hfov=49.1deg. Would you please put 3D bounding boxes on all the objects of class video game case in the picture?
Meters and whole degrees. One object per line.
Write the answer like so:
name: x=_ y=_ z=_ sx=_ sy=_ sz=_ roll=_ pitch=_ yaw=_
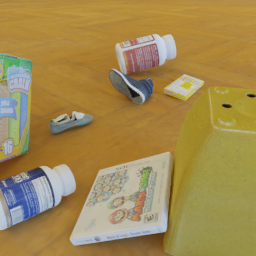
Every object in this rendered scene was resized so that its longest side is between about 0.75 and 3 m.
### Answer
video game case: x=-0.037 y=1.217 z=5.108 sx=1.670 sy=0.217 sz=1.835 roll=-17 pitch=26 yaw=22

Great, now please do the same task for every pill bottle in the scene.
pill bottle: x=-1.759 y=1.187 z=5.188 sx=1.460 sy=0.810 sz=0.810 roll=-18 pitch=36 yaw=-35
pill bottle: x=0.721 y=-3.056 z=11.425 sx=2.282 sy=1.280 sz=1.280 roll=-14 pitch=33 yaw=-3

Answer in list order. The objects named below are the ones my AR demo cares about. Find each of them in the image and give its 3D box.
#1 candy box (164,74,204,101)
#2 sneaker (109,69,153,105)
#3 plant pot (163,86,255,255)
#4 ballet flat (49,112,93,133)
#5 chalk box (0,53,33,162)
candy box: x=2.050 y=-1.494 z=10.148 sx=0.856 sy=0.221 sz=1.675 roll=24 pitch=38 yaw=26
sneaker: x=0.167 y=-1.558 z=9.568 sx=1.547 sy=0.588 sz=1.118 roll=43 pitch=46 yaw=5
plant pot: x=1.861 y=0.615 z=4.651 sx=2.229 sy=2.295 sz=2.244 roll=6 pitch=33 yaw=9
ballet flat: x=-1.581 y=-0.235 z=7.840 sx=1.296 sy=0.413 sz=0.437 roll=-21 pitch=34 yaw=-26
chalk box: x=-3.344 y=-0.815 z=6.033 sx=1.830 sy=2.941 sz=1.821 roll=6 pitch=9 yaw=11
